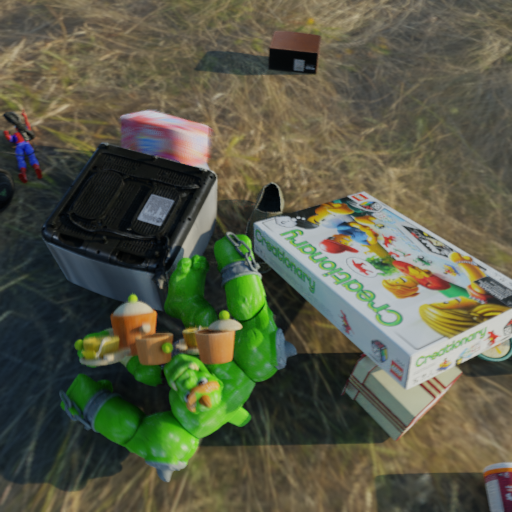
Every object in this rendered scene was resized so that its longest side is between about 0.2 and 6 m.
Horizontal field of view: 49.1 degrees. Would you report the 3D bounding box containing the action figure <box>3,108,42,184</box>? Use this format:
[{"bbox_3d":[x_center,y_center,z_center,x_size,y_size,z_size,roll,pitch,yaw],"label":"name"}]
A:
[{"bbox_3d":[-5.246,-2.542,12.470,0.574,0.870,1.758,-19,55,-13],"label":"action figure"}]

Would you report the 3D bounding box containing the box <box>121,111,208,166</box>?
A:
[{"bbox_3d":[-1.926,-2.447,11.713,1.705,0.807,0.875,21,31,27],"label":"box"}]

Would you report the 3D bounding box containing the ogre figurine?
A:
[{"bbox_3d":[-1.056,1.637,8.857,3.938,1.932,2.361,-36,62,-21],"label":"ogre figurine"}]

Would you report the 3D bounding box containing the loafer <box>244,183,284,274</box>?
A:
[{"bbox_3d":[0.124,-0.615,11.126,0.767,0.710,2.038,6,61,4],"label":"loafer"}]

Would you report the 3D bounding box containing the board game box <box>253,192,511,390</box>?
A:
[{"bbox_3d":[2.101,0.275,9.508,2.626,0.720,4.161,-18,37,-25],"label":"board game box"}]

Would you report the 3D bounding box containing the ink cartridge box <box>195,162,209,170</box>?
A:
[{"bbox_3d":[-1.336,-1.734,12.288,0.705,0.153,0.692,-13,55,-18],"label":"ink cartridge box"}]

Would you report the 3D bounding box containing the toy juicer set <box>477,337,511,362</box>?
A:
[{"bbox_3d":[4.124,1.320,9.940,1.951,0.531,1.241,8,56,6],"label":"toy juicer set"}]

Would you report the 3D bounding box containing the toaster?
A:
[{"bbox_3d":[-2.276,-0.486,10.501,2.544,1.669,2.813,15,56,10],"label":"toaster"}]

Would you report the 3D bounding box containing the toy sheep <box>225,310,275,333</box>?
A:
[{"bbox_3d":[-0.097,1.448,9.550,1.493,1.029,1.029,5,51,33],"label":"toy sheep"}]

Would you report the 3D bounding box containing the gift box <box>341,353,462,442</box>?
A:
[{"bbox_3d":[2.197,1.981,8.980,1.457,1.344,1.360,-29,61,-28],"label":"gift box"}]

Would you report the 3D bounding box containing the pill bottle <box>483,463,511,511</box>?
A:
[{"bbox_3d":[3.768,3.697,8.227,0.626,0.626,1.143,2,55,1],"label":"pill bottle"}]

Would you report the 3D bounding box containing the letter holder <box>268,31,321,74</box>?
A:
[{"bbox_3d":[1.003,-5.285,14.489,1.264,0.636,0.899,8,54,5],"label":"letter holder"}]

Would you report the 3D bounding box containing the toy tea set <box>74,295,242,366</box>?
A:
[{"bbox_3d":[-1.322,1.024,8.093,2.415,1.436,0.894,-3,91,14],"label":"toy tea set"}]

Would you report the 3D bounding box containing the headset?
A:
[{"bbox_3d":[-5.822,-1.762,11.605,2.813,1.322,1.737,-43,66,-13],"label":"headset"}]
